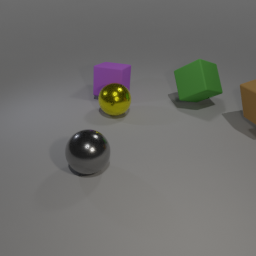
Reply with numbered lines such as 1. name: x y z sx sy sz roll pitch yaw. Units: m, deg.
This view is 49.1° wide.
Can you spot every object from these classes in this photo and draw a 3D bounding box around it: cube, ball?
1. cube: 5.141 -0.997 10.219 1.400 1.400 1.400 -18 24 -1
2. cube: -0.744 -2.306 13.407 1.400 1.400 1.400 10 23 15
3. cube: 3.093 -2.034 12.362 1.400 1.400 1.400 0 -14 -44
4. ball: -0.558 -1.213 11.866 1.400 1.400 1.400 0 32 0
5. ball: -1.247 0.738 8.736 1.400 1.400 1.400 0 32 0
